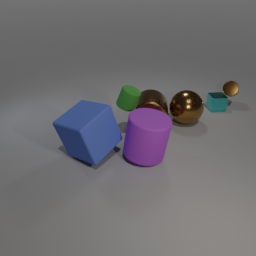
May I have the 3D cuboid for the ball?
[{"bbox_3d":[2.387,-0.849,11.480,1.400,1.400,1.400,0,28,0],"label":"ball"}]

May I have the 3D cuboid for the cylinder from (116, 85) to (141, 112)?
[{"bbox_3d":[0.015,-1.059,9.967,0.700,0.700,0.700,18,32,-12],"label":"cylinder"}]

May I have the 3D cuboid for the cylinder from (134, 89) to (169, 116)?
[{"bbox_3d":[0.877,-0.634,11.041,1.400,1.400,1.400,2,28,4],"label":"cylinder"}]

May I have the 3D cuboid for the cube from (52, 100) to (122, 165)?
[{"bbox_3d":[-1.277,0.100,9.083,1.400,1.400,1.400,14,45,39],"label":"cube"}]

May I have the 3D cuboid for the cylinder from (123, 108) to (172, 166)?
[{"bbox_3d":[0.613,0.274,9.116,1.400,1.400,1.400,7,32,-4],"label":"cylinder"}]

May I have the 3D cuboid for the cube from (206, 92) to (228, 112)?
[{"bbox_3d":[4.067,-1.188,12.844,0.700,0.700,0.700,-3,29,-6],"label":"cube"}]

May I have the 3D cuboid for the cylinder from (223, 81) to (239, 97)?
[{"bbox_3d":[4.768,-1.809,12.966,0.700,0.700,0.700,12,9,21],"label":"cylinder"}]
